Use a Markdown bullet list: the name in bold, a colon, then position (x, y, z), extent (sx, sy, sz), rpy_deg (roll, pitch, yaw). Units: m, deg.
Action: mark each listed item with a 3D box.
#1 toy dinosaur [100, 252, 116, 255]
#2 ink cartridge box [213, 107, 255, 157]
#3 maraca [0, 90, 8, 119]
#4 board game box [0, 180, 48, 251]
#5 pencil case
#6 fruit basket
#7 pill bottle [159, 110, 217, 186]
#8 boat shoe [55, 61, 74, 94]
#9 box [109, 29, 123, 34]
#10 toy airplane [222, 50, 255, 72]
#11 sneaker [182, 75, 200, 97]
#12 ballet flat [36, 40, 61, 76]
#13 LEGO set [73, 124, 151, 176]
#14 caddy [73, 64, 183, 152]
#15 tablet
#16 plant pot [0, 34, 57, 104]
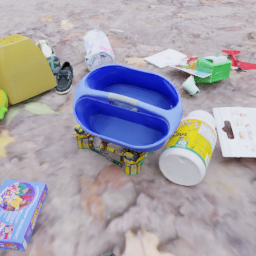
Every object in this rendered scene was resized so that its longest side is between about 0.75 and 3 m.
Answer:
- **toy dinosaur**: position (0.290, 2.924, 5.344), extent (2.115, 0.502, 0.932), rpy_deg (8, 34, 5)
- **ink cartridge box**: position (4.091, 0.306, 8.387), extent (2.858, 0.676, 2.288), rpy_deg (1, 40, 6)
- **maraca**: position (-4.496, -0.717, 9.456), extent (1.035, 0.807, 1.509), rpy_deg (-37, 52, 8)
- **board game box**: position (-2.661, 1.974, 6.541), extent (1.082, 0.360, 1.610), rpy_deg (4, 40, 5)
- **pencil case**: position (-1.335, -3.352, 12.353), extent (1.234, 1.131, 2.721), rpy_deg (0, 38, -12)
- **fruit basket**: position (2.957, -2.608, 11.445), extent (2.069, 1.047, 2.234), rpy_deg (-17, 38, -30)
- **pill bottle**: position (1.752, 0.440, 7.733), extent (1.206, 1.206, 2.138), rpy_deg (17, 43, 20)
- **boat shoe**: position (-2.541, -2.083, 11.228), extent (0.705, 0.626, 1.887), rpy_deg (4, 40, 4)
- **box**: position (-0.656, -5.352, 15.540), extent (0.806, 0.156, 0.167), rpy_deg (16, 42, 19)
- **toy airplane**: position (4.817, -3.043, 12.593), extent (1.996, 0.367, 1.996), rpy_deg (1, 40, -1)
- **sneaker**: position (2.432, -1.571, 10.613), extent (0.656, 0.409, 1.112), rpy_deg (44, 36, -1)
- **ballet flat**: position (-3.662, -3.374, 12.512), extent (1.084, 1.084, 2.921), rpy_deg (-20, 43, -22)
- **LEGO set**: position (-0.261, -0.090, 8.087), extent (2.697, 1.563, 2.074), rpy_deg (31, 49, 32)
- **caddy**: position (-0.009, -0.501, 6.978), extent (2.722, 1.429, 1.925), rpy_deg (16, 79, 14)
- **tablet**: position (1.758, -3.271, 13.066), extent (1.789, 0.122, 1.164), rpy_deg (-29, 48, -30)
- **plant pot**: position (-4.070, -2.319, 10.304), extent (1.896, 1.940, 1.884), rpy_deg (-31, 40, -33)
